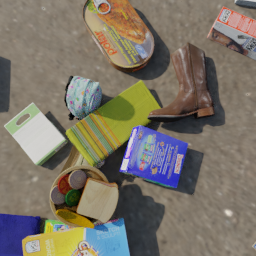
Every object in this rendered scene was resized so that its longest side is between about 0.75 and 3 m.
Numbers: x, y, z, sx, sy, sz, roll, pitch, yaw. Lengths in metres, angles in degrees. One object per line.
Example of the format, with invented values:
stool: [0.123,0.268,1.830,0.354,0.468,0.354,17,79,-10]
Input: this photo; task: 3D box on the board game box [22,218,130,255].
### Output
board game box: [-1.228,3.613,7.247,2.643,0.533,2.023,-10,80,-5]

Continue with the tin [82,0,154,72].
tin: [-0.328,-3.052,8.912,1.589,0.594,2.838,-30,80,-10]

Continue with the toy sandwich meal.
toy sandwich meal: [-1.083,1.765,7.052,1.752,0.600,1.752,1,87,-21]

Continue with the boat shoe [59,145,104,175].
boat shoe: [-1.139,0.833,7.988,0.867,0.963,2.669,33,67,-22]

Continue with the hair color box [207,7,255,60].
hair color box: [3.505,-2.853,8.615,1.846,1.023,0.590,27,80,6]

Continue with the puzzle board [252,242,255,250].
puzzle board: [4.247,3.424,7.834,1.255,0.109,0.946,44,83,8]

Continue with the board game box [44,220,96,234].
board game box: [-1.646,3.675,7.678,1.430,0.309,2.125,4,79,0]

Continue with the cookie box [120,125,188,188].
cookie box: [0.744,0.828,7.857,1.575,0.592,1.347,21,78,-17]

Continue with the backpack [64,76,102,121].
backpack: [-1.258,-0.891,7.969,0.958,1.514,1.264,8,78,1]

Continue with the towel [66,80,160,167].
towel: [-0.300,-0.188,8.001,2.843,0.257,1.223,-37,98,-25]

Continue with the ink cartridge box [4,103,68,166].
ink cartridge box: [-2.724,0.186,8.339,1.127,0.371,1.549,-41,81,-8]

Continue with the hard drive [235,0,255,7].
hard drive: [4.437,-5.121,9.438,1.457,0.290,2.209,9,79,2]

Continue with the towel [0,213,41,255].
towel: [-3.248,3.387,7.684,1.483,0.498,2.009,7,79,-5]

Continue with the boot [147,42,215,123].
boot: [1.471,-1.390,8.455,2.166,0.746,2.324,-6,82,-14]
